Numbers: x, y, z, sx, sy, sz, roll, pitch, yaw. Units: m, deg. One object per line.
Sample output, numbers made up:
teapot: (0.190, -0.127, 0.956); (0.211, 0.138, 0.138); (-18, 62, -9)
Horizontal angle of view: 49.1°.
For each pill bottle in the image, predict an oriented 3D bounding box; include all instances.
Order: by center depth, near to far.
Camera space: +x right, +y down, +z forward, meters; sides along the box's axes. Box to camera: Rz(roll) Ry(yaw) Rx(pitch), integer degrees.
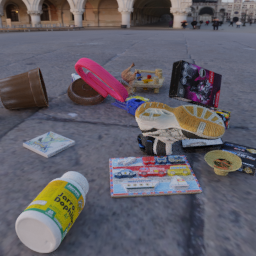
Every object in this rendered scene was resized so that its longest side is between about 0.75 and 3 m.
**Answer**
pill bottle: (-1.602, 1.798, 6.414); (1.029, 1.029, 1.824); (7, 25, 15)

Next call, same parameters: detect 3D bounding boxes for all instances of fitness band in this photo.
fitness band: (-1.210, -2.185, 13.099); (0.529, 2.829, 2.032); (-57, 17, -14)

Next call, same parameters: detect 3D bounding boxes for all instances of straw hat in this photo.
straw hat: (2.830, 1.165, 8.439); (1.146, 0.485, 1.146); (-1, 26, 1)

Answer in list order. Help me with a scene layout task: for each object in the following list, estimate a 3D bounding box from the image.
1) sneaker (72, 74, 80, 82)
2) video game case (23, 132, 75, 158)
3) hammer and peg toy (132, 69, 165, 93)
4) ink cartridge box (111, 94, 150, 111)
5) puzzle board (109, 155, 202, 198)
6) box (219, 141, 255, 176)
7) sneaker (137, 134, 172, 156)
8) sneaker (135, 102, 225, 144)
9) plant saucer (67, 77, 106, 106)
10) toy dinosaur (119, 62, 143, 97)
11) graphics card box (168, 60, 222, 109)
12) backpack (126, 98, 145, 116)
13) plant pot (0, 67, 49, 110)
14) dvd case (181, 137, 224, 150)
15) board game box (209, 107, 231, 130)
sneaker: (-2.267, -2.267, 15.546); (1.328, 0.929, 2.299); (-9, 33, -27)
video game case: (-2.843, 0.568, 10.122); (1.385, 0.152, 1.262); (17, 30, 33)
hammer and peg toy: (1.179, -2.832, 16.628); (1.894, 0.908, 2.575); (4, 25, 13)
ink cartridge box: (0.099, -1.314, 14.026); (1.428, 0.336, 1.411); (-20, 32, -40)
puzzle board: (0.717, 1.348, 8.372); (2.508, 0.218, 1.890); (-2, 25, -4)
box: (3.615, 0.947, 9.131); (1.294, 0.322, 1.284); (16, 28, 31)
sneaker: (0.974, 0.249, 10.056); (1.234, 0.806, 2.206); (-1, 21, 10)
sneaker: (1.567, -0.029, 8.552); (2.716, 1.191, 1.027); (14, 48, 28)
plant saucer: (-2.081, -2.016, 14.491); (2.120, 0.365, 2.120); (4, 48, -4)
toy dinosaur: (-0.002, -2.619, 14.556); (1.310, 0.830, 1.933); (-30, 43, 6)
graphics card box: (2.821, -1.746, 11.562); (2.370, 1.487, 0.603); (12, -4, -29)
backpack: (0.293, -0.976, 12.804); (0.747, 0.723, 0.890); (-21, 33, -33)
plant pot: (-4.970, -1.764, 13.364); (1.933, 1.952, 1.952); (-13, 27, -8)
dvd case: (2.619, 0.482, 9.988); (1.402, 0.123, 1.001); (-6, 18, 10)
board game box: (3.725, -0.396, 11.524); (0.874, 0.723, 0.248); (18, 33, 35)
